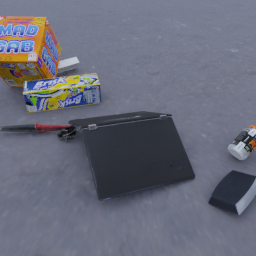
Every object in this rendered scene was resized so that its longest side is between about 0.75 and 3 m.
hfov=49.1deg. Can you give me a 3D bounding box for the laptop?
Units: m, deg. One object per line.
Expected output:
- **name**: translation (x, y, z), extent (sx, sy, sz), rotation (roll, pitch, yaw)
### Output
- **laptop**: translation (-0.044, 0.508, 7.699), extent (2.574, 1.593, 2.749), rotation (-8, 9, -22)

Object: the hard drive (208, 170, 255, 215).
- **hard drive**: translation (2.486, 1.432, 6.508), extent (0.826, 0.259, 1.225), rotation (13, 36, 44)

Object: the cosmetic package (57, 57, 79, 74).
- **cosmetic package**: translation (-2.705, -2.609, 11.753), extent (1.253, 0.517, 0.317), rotation (-26, 87, -35)

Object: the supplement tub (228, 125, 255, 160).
- **supplement tub**: translation (3.172, 0.382, 7.523), extent (0.893, 0.547, 0.547), rotation (-47, 50, -6)

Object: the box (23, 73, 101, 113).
- **box**: translation (-2.263, -1.238, 9.771), extent (2.548, 0.819, 0.893), rotation (-8, 38, -11)

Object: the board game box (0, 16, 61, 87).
- **board game box**: translation (-3.723, -2.729, 10.302), extent (1.833, 1.835, 1.834), rotation (3, 70, 5)

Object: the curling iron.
- **curling iron**: translation (-2.664, 0.052, 8.368), extent (2.370, 0.303, 0.588), rotation (5, 30, 2)
